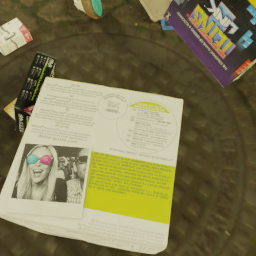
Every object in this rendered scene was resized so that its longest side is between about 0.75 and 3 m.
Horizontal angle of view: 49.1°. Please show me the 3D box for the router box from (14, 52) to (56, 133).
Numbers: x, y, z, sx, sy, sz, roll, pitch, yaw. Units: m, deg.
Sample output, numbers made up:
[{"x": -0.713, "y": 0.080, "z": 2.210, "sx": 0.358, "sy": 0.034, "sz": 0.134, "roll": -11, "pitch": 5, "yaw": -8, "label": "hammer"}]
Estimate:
[{"x": -2.173, "y": -0.780, "z": 6.595, "sx": 0.494, "sy": 1.192, "sz": 1.591, "roll": 17, "pitch": 61, "yaw": -12, "label": "router box"}]

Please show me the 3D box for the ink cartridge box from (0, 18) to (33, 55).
[{"x": -4.070, "y": -3.167, "z": 9.705, "sx": 1.146, "sy": 0.486, "sz": 0.835, "roll": -38, "pitch": 70, "yaw": -15, "label": "ink cartridge box"}]

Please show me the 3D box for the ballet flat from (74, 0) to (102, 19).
[{"x": -1.498, "y": -4.993, "z": 10.445, "sx": 0.999, "sy": 0.936, "sz": 2.761, "roll": -11, "pitch": 62, "yaw": 17, "label": "ballet flat"}]

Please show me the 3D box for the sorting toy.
[{"x": 1.219, "y": -4.532, "z": 10.450, "sx": 1.451, "sy": 0.351, "sz": 2.577, "roll": -19, "pitch": 68, "yaw": -17, "label": "sorting toy"}]

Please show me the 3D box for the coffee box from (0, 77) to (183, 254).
[{"x": -0.530, "y": 1.000, "z": 6.313, "sx": 2.918, "sy": 2.913, "sz": 2.885, "roll": 9, "pitch": 64, "yaw": 4, "label": "coffee box"}]

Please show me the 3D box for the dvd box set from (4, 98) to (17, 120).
[{"x": -3.129, "y": -0.486, "z": 8.581, "sx": 1.116, "sy": 0.164, "sz": 0.817, "roll": 38, "pitch": 70, "yaw": 16, "label": "dvd box set"}]

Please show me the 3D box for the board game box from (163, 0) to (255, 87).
[{"x": 2.333, "y": -2.695, "z": 6.859, "sx": 0.757, "sy": 2.207, "sz": 2.670, "roll": -31, "pitch": 78, "yaw": -31, "label": "board game box"}]
